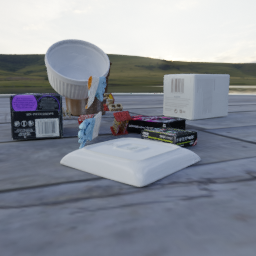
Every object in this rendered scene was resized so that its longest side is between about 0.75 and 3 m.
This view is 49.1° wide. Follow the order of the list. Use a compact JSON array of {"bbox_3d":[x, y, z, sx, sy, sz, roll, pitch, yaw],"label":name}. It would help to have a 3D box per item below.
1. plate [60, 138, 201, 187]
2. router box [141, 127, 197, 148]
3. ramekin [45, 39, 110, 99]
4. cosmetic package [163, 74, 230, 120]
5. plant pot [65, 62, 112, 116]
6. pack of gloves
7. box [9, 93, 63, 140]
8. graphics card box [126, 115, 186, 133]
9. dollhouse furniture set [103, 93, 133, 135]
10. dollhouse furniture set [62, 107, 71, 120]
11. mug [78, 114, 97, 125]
[{"bbox_3d":[0.081,0.603,6.387,2.377,0.384,2.372,8,12,40],"label":"plate"},{"bbox_3d":[1.201,0.279,8.251,1.006,0.417,1.343,-7,11,-40],"label":"router box"},{"bbox_3d":[-2.151,-2.399,11.760,2.583,1.356,2.583,9,52,-11],"label":"ramekin"},{"bbox_3d":[3.630,-1.729,14.967,2.707,2.251,2.265,-7,11,-32],"label":"cosmetic package"},{"bbox_3d":[-2.381,-2.250,16.027,2.998,2.968,2.998,-1,9,0],"label":"plant pot"},{"bbox_3d":[-1.157,-0.545,8.213,0.477,2.032,2.419,13,11,3],"label":"pack of gloves"},{"bbox_3d":[-3.196,-0.516,10.009,1.634,1.418,2.673,-2,9,-15],"label":"box"},{"bbox_3d":[0.903,-0.107,10.328,2.100,0.534,1.318,8,12,38],"label":"graphics card box"},{"bbox_3d":[-0.411,-0.511,9.912,0.576,0.763,1.417,-8,51,-23],"label":"dollhouse furniture set"},{"bbox_3d":[-3.377,-0.631,14.218,0.783,0.593,0.893,0,-13,2],"label":"dollhouse furniture set"},{"bbox_3d":[-1.695,-0.309,11.626,0.822,0.549,0.730,2,7,35],"label":"mug"}]
